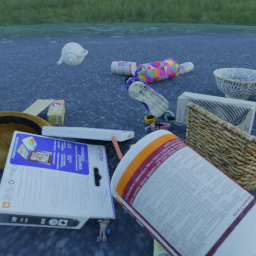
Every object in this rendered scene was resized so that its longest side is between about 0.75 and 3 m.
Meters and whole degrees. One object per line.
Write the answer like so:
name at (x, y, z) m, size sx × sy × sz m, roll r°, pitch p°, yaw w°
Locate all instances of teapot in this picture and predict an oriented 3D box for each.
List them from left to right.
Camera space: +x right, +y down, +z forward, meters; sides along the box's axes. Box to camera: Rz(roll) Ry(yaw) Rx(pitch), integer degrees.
teapot at (-2.022, -2.631, 10.250) m, size 0.896 × 0.907 × 0.663 m, roll 20°, pitch 40°, yaw -15°

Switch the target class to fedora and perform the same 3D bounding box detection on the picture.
fedora at (-3.185, 0.451, 7.788) m, size 2.496 × 1.018 × 2.496 m, roll 12°, pitch 29°, yaw -7°

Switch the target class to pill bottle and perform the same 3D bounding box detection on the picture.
pill bottle at (-0.257, -3.552, 16.623) m, size 1.370 × 0.777 × 0.777 m, roll 10°, pitch 27°, yaw 20°
pill bottle at (3.521, -3.669, 17.081) m, size 0.592 × 0.592 × 1.044 m, roll 22°, pitch 33°, yaw 38°
pill bottle at (1.217, 1.462, 4.606) m, size 1.616 × 1.616 × 2.950 m, roll -25°, pitch 53°, yaw -41°

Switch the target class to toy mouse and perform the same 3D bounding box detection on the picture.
toy mouse at (1.287, -0.138, 10.052) m, size 1.516 × 0.330 × 1.706 m, roll 12°, pitch 28°, yaw 23°

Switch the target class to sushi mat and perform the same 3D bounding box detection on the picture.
sushi mat at (-3.704, -0.548, 10.542) m, size 0.967 × 0.122 × 2.021 m, roll 2°, pitch 35°, yaw 28°

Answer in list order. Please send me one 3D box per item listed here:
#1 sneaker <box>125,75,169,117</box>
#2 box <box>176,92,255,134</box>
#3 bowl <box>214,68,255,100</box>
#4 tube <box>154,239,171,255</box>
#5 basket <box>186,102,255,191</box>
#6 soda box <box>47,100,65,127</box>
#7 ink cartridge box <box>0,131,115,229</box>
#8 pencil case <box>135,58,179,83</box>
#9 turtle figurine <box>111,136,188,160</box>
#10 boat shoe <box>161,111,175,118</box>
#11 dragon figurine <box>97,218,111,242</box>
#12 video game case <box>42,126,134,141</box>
sneaker at (0.556, -1.065, 8.612) m, size 1.843 × 0.641 × 0.917 m, roll 36°, pitch 16°, yaw -44°
box at (2.840, -0.501, 9.187) m, size 2.377 × 0.977 × 0.813 m, roll 11°, pitch 26°, yaw 26°
bowl at (5.107, -1.952, 12.920) m, size 2.361 × 1.108 × 2.361 m, roll -1°, pitch 25°, yaw 0°
tube at (0.747, 2.158, 5.266) m, size 0.450 × 0.503 × 1.733 m, roll -33°, pitch 14°, yaw 20°
basket at (2.796, 0.298, 7.465) m, size 1.663 × 1.735 × 2.329 m, roll -13°, pitch 29°, yaw -22°
soda box at (-2.751, -0.588, 10.799) m, size 0.526 × 0.497 × 1.553 m, roll -3°, pitch 25°, yaw -7°
ink cartridge box at (-1.550, 1.120, 6.272) m, size 2.306 × 0.500 × 2.284 m, roll 10°, pitch 35°, yaw -18°
pencil case at (1.625, -3.134, 15.383) m, size 2.630 × 1.162 × 1.162 m, roll -20°, pitch 32°, yaw -37°
turtle figurine at (0.955, 0.813, 6.711) m, size 2.591 × 0.835 × 2.090 m, roll 42°, pitch 29°, yaw 17°
boat shoe at (1.429, -0.511, 10.872) m, size 0.304 × 0.338 × 0.939 m, roll -30°, pitch 41°, yaw -25°
dragon figurine at (-0.473, 2.016, 5.699) m, size 0.229 × 0.388 × 0.780 m, roll 2°, pitch 7°, yaw 7°
video game case at (-0.953, 0.147, 8.140) m, size 2.028 × 0.255 × 2.832 m, roll 4°, pitch 0°, yaw 7°
